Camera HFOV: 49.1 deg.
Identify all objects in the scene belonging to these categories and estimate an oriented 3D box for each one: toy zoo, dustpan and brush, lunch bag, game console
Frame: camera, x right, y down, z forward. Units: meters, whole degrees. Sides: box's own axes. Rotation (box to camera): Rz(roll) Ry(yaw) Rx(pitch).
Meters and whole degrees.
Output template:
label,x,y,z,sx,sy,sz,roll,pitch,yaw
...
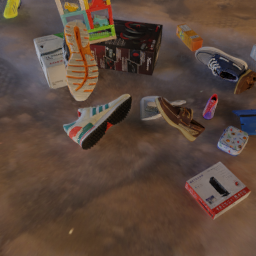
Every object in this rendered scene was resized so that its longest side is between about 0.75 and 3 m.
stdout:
label,x,y,z,sx,sy,sz,roll,pitch,yaw
toy zoo,-1.421,-3.953,9.403,1.744,2.659,0.272,-12,58,-2
dustpan and brush,1.189,-0.765,9.531,1.522,0.436,1.062,0,47,0
lunch bag,3.195,0.370,8.547,0.754,0.355,0.941,28,54,26
game console,4.142,-0.207,9.242,1.150,0.680,0.982,-3,78,-2

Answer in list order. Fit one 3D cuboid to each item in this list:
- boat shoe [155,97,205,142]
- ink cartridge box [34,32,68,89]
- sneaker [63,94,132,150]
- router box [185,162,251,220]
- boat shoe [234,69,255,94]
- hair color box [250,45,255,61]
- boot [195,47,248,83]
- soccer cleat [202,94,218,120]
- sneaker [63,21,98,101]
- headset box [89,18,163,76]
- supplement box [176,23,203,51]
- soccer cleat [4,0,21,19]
label,x,y,z,sx,sy,sz,roll,pitch,yaw
boat shoe,1.494,-0.339,7.790,0.678,1.883,0.679,-37,31,22
ink cartridge box,-2.568,-2.730,10.983,1.692,0.959,2.308,-18,50,-16
sneaker,-0.941,-0.470,8.935,1.188,0.894,2.541,33,58,20
router box,2.349,1.618,7.409,1.250,0.305,1.122,-25,52,-21
boat shoe,4.376,-1.682,10.306,0.512,0.545,1.515,29,51,27
hair color box,5.887,-2.713,11.253,0.918,0.562,1.854,-12,47,-11
boot,3.473,-2.478,10.884,2.117,0.770,0.956,26,51,24
soccer cleat,2.804,-0.716,9.506,0.378,0.406,1.109,19,50,17
sneaker,-1.573,-2.013,8.819,0.986,0.973,2.519,1,74,-25
headset box,-0.230,-3.412,11.511,2.980,1.118,2.215,11,48,10
supplement box,2.731,-4.080,12.555,0.536,0.518,1.557,-15,49,-11
soccer cleat,-6.005,-6.338,14.386,0.688,0.890,2.128,-2,47,-2
